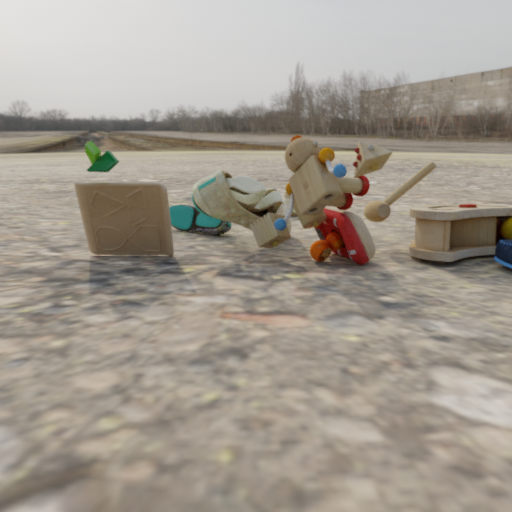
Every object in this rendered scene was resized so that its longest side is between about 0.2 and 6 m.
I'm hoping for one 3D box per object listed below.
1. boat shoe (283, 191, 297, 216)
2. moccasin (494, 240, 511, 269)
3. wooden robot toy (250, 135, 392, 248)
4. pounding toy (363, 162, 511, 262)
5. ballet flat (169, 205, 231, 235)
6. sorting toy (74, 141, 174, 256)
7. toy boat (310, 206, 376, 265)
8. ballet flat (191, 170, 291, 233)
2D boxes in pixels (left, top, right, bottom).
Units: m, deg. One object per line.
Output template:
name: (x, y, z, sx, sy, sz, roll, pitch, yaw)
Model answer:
boat shoe: (1.434, -1.475, 14.302, 0.772, 0.695, 2.140, 11, 17, 40)
moccasin: (4.697, -0.064, 7.889, 2.513, 0.857, 1.011, 12, 18, 42)
wooden robot toy: (0.848, -1.223, 8.570, 1.179, 1.214, 2.676, -7, -23, -40)
pounding toy: (3.302, -0.771, 9.317, 2.759, 1.583, 1.578, -1, 9, -2)
ballet flat: (-1.166, -0.698, 11.594, 1.665, 0.599, 0.599, 11, 17, 37)
sorting toy: (-2.110, -0.870, 8.941, 1.502, 2.032, 0.299, 3, 37, 4)
toy boat: (1.267, -0.225, 9.071, 0.897, 0.896, 1.373, -35, 23, -13)
ballet flat: (0.025, -0.887, 10.046, 0.861, 0.931, 2.761, -36, -25, 28)
